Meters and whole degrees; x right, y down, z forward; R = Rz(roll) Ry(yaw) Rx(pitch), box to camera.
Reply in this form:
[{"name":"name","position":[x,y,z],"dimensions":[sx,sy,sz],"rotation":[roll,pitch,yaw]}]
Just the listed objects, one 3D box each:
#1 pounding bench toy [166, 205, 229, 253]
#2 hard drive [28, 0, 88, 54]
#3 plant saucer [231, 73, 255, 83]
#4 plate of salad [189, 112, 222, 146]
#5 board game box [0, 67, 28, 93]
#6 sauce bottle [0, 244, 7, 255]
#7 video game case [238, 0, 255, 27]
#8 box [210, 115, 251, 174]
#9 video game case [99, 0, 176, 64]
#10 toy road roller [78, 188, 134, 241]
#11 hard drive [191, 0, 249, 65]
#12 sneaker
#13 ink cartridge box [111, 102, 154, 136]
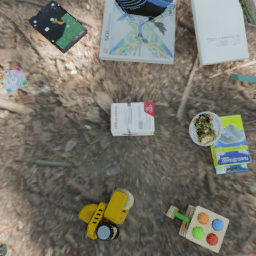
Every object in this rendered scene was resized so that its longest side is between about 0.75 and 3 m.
[{"name":"pounding bench toy","position":[1.950,2.815,8.282],"dimensions":[1.553,1.211,0.965],"rotation":[23,76,6]},{"name":"hard drive","position":[-2.605,-3.796,10.486],"dimensions":[1.864,0.353,1.302],"rotation":[41,79,10]},{"name":"plant saucer","position":[4.876,-1.635,9.727],"dimensions":[2.423,0.847,0.230],"rotation":[8,105,1]},{"name":"plate of salad","position":[2.524,0.014,9.240],"dimensions":[1.150,0.276,1.150],"rotation":[-8,77,38]},{"name":"board game box","position":[-4.118,-1.743,10.073],"dimensions":[0.769,0.099,0.768],"rotation":[-28,76,-7]},{"name":"sauce bottle","position":[-4.304,3.775,8.475],"dimensions":[1.189,0.385,0.385],"rotation":[-8,75,0]},{"name":"video game case","position":[3.090,-3.289,7.197],"dimensions":[0.163,1.349,1.480],"rotation":[-28,112,17]},{"name":"box","position":[3.322,0.535,9.300],"dimensions":[1.119,0.437,1.835],"rotation":[-7,75,-1]},{"name":"video game case","position":[0.383,-3.630,10.465],"dimensions":[2.720,0.299,2.479],"rotation":[4,75,1]},{"name":"toy road roller","position":[-0.702,2.526,8.485],"dimensions":[1.239,1.043,1.697],"rotation":[24,77,18]},{"name":"hard drive","position":[3.268,-3.708,10.038],"dimensions":[1.772,0.353,2.687],"rotation":[-9,91,-7]},{"name":"sneaker","position":[-0.100,-3.331,6.795],"dimensions":[2.438,0.950,0.855],"rotation":[16,65,-27]},{"name":"ink cartridge box","position":[0.144,-0.290,9.428],"dimensions":[1.411,0.591,1.018],"rotation":[-1,75,0]}]
